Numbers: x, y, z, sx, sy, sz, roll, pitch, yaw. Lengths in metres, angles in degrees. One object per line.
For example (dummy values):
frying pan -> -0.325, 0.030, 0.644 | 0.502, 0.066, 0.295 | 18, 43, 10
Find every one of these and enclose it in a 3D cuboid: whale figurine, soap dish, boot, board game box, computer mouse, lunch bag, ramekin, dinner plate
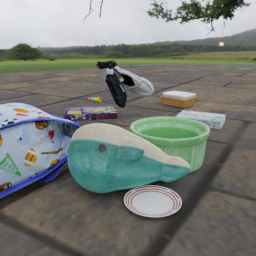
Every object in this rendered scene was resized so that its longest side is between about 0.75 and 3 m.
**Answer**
whale figurine -> -0.045, 0.883, 6.256 | 2.678, 1.390, 2.131 | 17, -19, -7
soap dish -> 2.724, -1.539, 14.980 | 1.606, 0.652, 1.264 | 17, 24, 42
boot -> 0.183, -1.880, 12.170 | 2.496, 0.918, 1.193 | 20, 17, -23
board game box -> -1.709, -0.681, 12.796 | 2.288, 0.370, 1.373 | -3, 21, -9
board game box -> 3.038, -0.375, 11.758 | 1.856, 0.318, 1.247 | 8, 19, 25
computer mouse -> -0.305, -1.431, 8.899 | 0.392, 1.704, 1.197 | -34, 20, -20
lunch bag -> -2.924, 0.363, 6.861 | 2.980, 1.846, 2.534 | -26, 29, -39
ramekin -> 1.131, 0.451, 7.810 | 2.155, 1.053, 2.155 | 0, 17, 0
dinner plate -> 0.513, 1.540, 5.841 | 1.195, 0.145, 1.195 | -1, 16, 0

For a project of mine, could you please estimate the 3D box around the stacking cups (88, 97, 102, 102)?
stacking cups -> -1.910, -1.645, 16.025 | 0.863, 0.261, 0.261 | 10, 20, 34
